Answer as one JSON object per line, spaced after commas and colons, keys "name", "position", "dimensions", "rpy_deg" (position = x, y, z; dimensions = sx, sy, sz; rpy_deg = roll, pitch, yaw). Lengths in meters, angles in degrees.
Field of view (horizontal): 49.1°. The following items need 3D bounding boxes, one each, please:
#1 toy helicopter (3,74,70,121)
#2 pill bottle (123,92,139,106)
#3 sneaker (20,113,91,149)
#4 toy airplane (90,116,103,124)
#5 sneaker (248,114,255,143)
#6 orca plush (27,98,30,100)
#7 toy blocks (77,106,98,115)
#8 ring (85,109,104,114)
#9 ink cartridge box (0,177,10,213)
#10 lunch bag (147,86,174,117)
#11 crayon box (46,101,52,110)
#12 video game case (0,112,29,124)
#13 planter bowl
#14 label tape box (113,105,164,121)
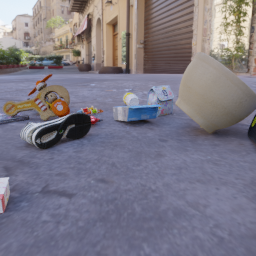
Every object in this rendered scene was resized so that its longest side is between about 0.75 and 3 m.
{"name": "toy helicopter", "position": [-4.126, -1.249, 12.619], "dimensions": [2.972, 1.966, 1.172], "rpy_deg": [-13, -2, -7]}
{"name": "pill bottle", "position": [0.197, -1.608, 16.277], "dimensions": [0.759, 0.759, 1.349], "rpy_deg": [-3, 17, -13]}
{"name": "sneaker", "position": [-2.551, -0.079, 9.732], "dimensions": [1.465, 0.961, 2.546], "rpy_deg": [13, 21, 35]}
{"name": "toy airplane", "position": [-1.831, -0.283, 11.947], "dimensions": [1.533, 0.282, 1.533], "rpy_deg": [-1, 10, 0]}
{"name": "sneaker", "position": [4.773, 0.133, 9.255], "dimensions": [1.164, 0.978, 2.968], "rpy_deg": [19, 16, 9]}
{"name": "orca plush", "position": [-5.391, -1.280, 15.225], "dimensions": [1.753, 0.623, 0.922], "rpy_deg": [9, 17, 32]}
{"name": "toy blocks", "position": [-2.054, -0.815, 14.009], "dimensions": [0.877, 0.318, 0.731], "rpy_deg": [-18, 28, -27]}
{"name": "ring", "position": [-1.816, -0.908, 14.835], "dimensions": [1.036, 0.099, 1.036], "rpy_deg": [0, 15, 0]}
{"name": "ink cartridge box", "position": [-2.657, 1.319, 5.487], "dimensions": [0.557, 0.323, 0.956], "rpy_deg": [-3, 16, -13]}
{"name": "lunch bag", "position": [1.622, -1.366, 13.901], "dimensions": [1.216, 1.434, 0.912], "rpy_deg": [-12, 18, -41]}
{"name": "crayon box", "position": [-4.179, -1.219, 14.657], "dimensions": [1.205, 0.482, 1.898], "rpy_deg": [17, 13, -7]}
{"name": "video game case", "position": [-5.956, -0.418, 12.655], "dimensions": [1.670, 0.222, 2.338], "rpy_deg": [13, 18, 41]}
{"name": "planter bowl", "position": [3.046, -1.072, 10.386], "dimensions": [2.973, 2.001, 2.973], "rpy_deg": [39, 11, -9]}
{"name": "label tape box", "position": [0.416, -0.658, 12.183], "dimensions": [1.459, 0.673, 2.037], "rpy_deg": [-7, 9, -26]}
